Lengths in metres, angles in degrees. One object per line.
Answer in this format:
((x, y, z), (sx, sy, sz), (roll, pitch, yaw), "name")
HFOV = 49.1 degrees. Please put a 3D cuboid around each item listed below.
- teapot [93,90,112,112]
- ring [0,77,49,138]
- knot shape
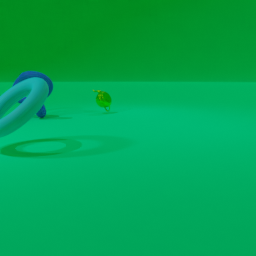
((-1.142, -1.263, 12.439), (0.596, 1.218, 0.757), (-29, 3, 34), "teapot")
((-2.490, -0.477, 6.167), (1.729, 0.346, 1.729), (-22, 38, 18), "ring")
((-3.634, -1.479, 10.786), (0.912, 1.974, 1.847), (-35, -9, -45), "knot shape")
